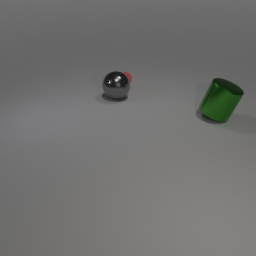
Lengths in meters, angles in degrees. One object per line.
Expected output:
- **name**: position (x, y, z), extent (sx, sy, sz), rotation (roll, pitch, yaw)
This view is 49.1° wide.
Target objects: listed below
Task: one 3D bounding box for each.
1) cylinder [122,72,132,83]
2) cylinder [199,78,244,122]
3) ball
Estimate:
- **cylinder**: position (-0.251, -2.584, 15.045), extent (0.700, 0.700, 0.700), rotation (-21, 1, -33)
- **cylinder**: position (3.986, -1.212, 12.029), extent (1.400, 1.400, 1.400), rotation (15, 33, -10)
- **ball**: position (-0.593, -2.135, 14.030), extent (1.400, 1.400, 1.400), rotation (0, 29, 0)
